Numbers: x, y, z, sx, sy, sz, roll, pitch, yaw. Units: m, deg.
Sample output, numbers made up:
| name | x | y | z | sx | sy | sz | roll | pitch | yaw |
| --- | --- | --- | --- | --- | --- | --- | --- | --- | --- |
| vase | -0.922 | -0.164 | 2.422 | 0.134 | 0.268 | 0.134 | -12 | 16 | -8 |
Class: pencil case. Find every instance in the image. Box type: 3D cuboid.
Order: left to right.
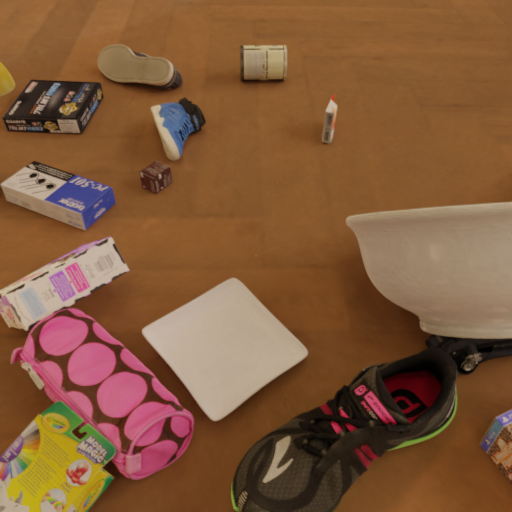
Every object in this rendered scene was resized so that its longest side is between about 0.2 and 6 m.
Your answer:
| name | x | y | z | sx | sy | sz | roll | pitch | yaw |
| --- | --- | --- | --- | --- | --- | --- | --- | --- | --- |
| pencil case | -1.944 | 1.712 | 7.026 | 2.416 | 1.096 | 1.132 | 31 | 23 | 28 |

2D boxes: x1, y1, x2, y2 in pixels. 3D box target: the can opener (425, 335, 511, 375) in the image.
| name | x | y | z | sx | sy | sz | roll | pitch | yaw |
| --- | --- | --- | --- | --- | --- | --- | --- | --- | --- |
| can opener | 3.376 | 1.197 | 7.855 | 1.879 | 0.596 | 0.739 | -7 | 44 | -7 |

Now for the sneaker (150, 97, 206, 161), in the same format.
| name | x | y | z | sx | sy | sz | roll | pitch | yaw |
| --- | --- | --- | --- | --- | --- | --- | --- | --- | --- |
| sneaker | -1.547 | -2.730 | 11.774 | 1.045 | 0.721 | 1.878 | -18 | 40 | -6 |

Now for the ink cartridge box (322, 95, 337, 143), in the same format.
| name | x | y | z | sx | sy | sz | roll | pitch | yaw |
| --- | --- | --- | --- | --- | --- | --- | --- | --- | --- |
| ink cartridge box | 1.623 | -2.932 | 11.972 | 0.224 | 0.726 | 0.895 | 15 | 43 | 13 |

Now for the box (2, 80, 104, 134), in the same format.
| name | x | y | z | sx | sy | sz | roll | pitch | yaw |
| --- | --- | --- | --- | --- | --- | --- | --- | --- | --- |
| box | -4.552 | -3.399 | 12.692 | 1.722 | 0.431 | 1.734 | 4 | 44 | 3 |

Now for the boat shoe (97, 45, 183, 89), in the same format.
| name | x | y | z | sx | sy | sz | roll | pitch | yaw |
| --- | --- | --- | --- | --- | --- | --- | --- | --- | --- |
| boat shoe | -2.883 | -4.576 | 13.860 | 2.468 | 0.896 | 0.774 | 21 | 5 | 27 |

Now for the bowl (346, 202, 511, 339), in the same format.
| name | x | y | z | sx | sy | sz | roll | pitch | yaw |
| --- | --- | --- | --- | --- | --- | --- | --- | --- | --- |
| bowl | 3.093 | 0.170 | 7.625 | 3.695 | 1.661 | 3.695 | -2 | 1 | 0 |

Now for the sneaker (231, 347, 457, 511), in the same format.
| name | x | y | z | sx | sy | sz | roll | pitch | yaw |
| --- | --- | --- | --- | --- | --- | --- | --- | --- | --- |
| sneaker | 1.066 | 1.963 | 6.518 | 3.235 | 1.355 | 1.241 | -27 | 50 | -25 |

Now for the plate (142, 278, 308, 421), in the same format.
| name | x | y | z | sx | sy | sz | roll | pitch | yaw |
| --- | --- | --- | --- | --- | --- | --- | --- | --- | --- |
| plate | -0.438 | 1.271 | 7.877 | 1.718 | 0.278 | 1.714 | -30 | 59 | -29 |

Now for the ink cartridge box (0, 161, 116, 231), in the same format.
| name | x | y | z | sx | sy | sz | roll | pitch | yaw |
| --- | --- | --- | --- | --- | --- | --- | --- | --- | --- |
| ink cartridge box | -3.658 | -1.144 | 10.364 | 1.898 | 0.420 | 0.892 | 20 | 47 | 19 |

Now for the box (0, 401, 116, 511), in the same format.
| name | x | y | z | sx | sy | sz | roll | pitch | yaw |
| --- | --- | --- | --- | --- | --- | --- | --- | --- | --- |
| box | -2.483 | 2.664 | 6.161 | 1.133 | 0.467 | 1.931 | 29 | 67 | 26 |

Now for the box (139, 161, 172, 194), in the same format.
| name | x | y | z | sx | sy | sz | roll | pitch | yaw |
| --- | --- | --- | --- | --- | --- | --- | --- | --- | --- |
| box | -1.924 | -1.509 | 10.767 | 0.384 | 0.388 | 0.467 | 27 | 50 | 25 |

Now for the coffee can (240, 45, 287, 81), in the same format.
| name | x | y | z | sx | sy | sz | roll | pitch | yaw |
| --- | --- | --- | --- | --- | --- | --- | --- | --- | --- |
| coffee can | 0.168 | -4.734 | 13.751 | 1.128 | 0.826 | 0.826 | -1 | 44 | -1 |

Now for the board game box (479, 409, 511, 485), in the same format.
| name | x | y | z | sx | sy | sz | roll | pitch | yaw |
| --- | --- | --- | --- | --- | --- | --- | --- | --- | --- |
| board game box | 3.608 | 2.413 | 6.535 | 1.134 | 0.689 | 1.422 | -19 | 48 | -18 |

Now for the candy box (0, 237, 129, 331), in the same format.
| name | x | y | z | sx | sy | sz | roll | pitch | yaw |
| --- | --- | --- | --- | --- | --- | --- | --- | --- | --- |
| candy box | -2.883 | 0.402 | 8.169 | 1.641 | 0.587 | 1.376 | -34 | 14 | -31 |

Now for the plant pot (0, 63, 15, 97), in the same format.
| name | x | y | z | sx | sy | sz | roll | pitch | yaw |
| --- | --- | --- | --- | --- | --- | --- | --- | --- | --- |
| plant pot | -6.447 | -4.362 | 13.426 | 1.062 | 0.754 | 1.062 | 0 | 45 | 0 |
